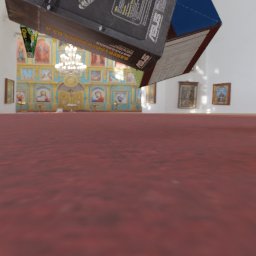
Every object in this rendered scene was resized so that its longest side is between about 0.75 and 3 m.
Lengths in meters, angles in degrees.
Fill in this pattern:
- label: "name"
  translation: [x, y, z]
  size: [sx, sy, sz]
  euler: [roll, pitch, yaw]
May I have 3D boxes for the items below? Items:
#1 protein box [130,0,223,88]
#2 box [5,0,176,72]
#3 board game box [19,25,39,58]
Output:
- label: "protein box"
  translation: [0.806, -2.914, 7.624]
  size: [1.759, 2.589, 2.608]
  euler: [-18, -11, -9]
- label: "box"
  translation: [-0.256, -2.361, 3.970]
  size: [2.058, 2.598, 0.628]
  euler: [17, -14, -13]
- label: "board game box"
  translation: [-2.535, -2.776, 7.358]
  size: [0.207, 1.767, 0.926]
  euler: [0, -36, -8]
